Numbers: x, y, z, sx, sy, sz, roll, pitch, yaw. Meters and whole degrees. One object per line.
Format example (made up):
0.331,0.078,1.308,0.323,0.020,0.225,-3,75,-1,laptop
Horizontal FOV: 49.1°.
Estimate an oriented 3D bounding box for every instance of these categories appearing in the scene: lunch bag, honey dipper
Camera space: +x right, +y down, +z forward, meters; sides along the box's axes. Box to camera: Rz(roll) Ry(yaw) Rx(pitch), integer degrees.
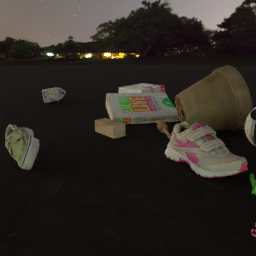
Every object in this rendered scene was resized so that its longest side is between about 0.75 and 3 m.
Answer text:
-4.325,-1.949,16.424,1.300,0.827,1.103,-15,18,-15,lunch bag
1.412,0.205,10.020,0.353,0.353,1.859,-2,21,-7,honey dipper

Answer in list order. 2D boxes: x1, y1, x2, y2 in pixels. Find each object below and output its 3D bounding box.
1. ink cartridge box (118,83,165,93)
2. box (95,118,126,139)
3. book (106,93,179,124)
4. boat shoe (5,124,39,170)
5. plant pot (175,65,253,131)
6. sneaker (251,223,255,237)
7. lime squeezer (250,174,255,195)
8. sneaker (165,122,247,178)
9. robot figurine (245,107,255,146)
0.795,-1.909,15.957,1.696,0.987,2.329,13,22,37,ink cartridge box
-0.668,-0.002,10.343,0.569,0.466,1.198,-14,21,-40,box
0.580,-0.849,12.485,2.882,0.693,1.925,-4,35,-13,book
-2.995,0.481,7.705,0.735,0.853,2.369,21,3,-28,boat shoe
3.030,-0.840,10.509,2.158,2.487,2.487,-18,18,-2,plant pot
2.401,1.650,4.809,0.644,0.533,1.350,-10,14,6,sneaker
2.987,1.338,6.005,0.689,0.368,1.952,-3,16,-11,lime squeezer
1.967,0.497,7.465,1.038,1.126,2.551,-12,20,-35,sneaker
4.577,0.105,7.977,1.573,1.894,2.520,-27,23,-11,robot figurine
